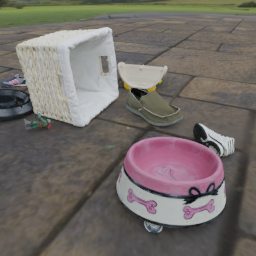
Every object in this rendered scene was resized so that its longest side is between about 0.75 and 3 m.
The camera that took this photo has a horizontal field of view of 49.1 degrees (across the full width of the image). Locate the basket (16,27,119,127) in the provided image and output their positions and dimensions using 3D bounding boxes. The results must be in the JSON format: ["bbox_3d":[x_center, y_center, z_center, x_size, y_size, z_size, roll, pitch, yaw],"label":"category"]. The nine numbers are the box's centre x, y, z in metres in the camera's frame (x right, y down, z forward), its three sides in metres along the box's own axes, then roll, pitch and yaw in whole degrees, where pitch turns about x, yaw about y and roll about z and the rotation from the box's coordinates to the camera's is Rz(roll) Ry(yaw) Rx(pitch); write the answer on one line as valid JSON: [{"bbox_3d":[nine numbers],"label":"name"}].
[{"bbox_3d":[-2.132,-2.060,10.663,2.400,2.957,2.984,9,32,25],"label":"basket"}]

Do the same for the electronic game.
[{"bbox_3d":[-4.906,-0.957,11.096,2.510,0.522,2.510,6,28,-3],"label":"electronic game"}]

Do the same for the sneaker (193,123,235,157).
[{"bbox_3d":[2.743,0.374,8.816,0.884,0.580,1.536,-2,35,-23],"label":"sneaker"}]

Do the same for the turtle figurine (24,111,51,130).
[{"bbox_3d":[-3.037,-0.214,9.626,0.967,0.724,0.487,-15,42,-23],"label":"turtle figurine"}]

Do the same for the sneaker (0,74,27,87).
[{"bbox_3d":[-5.459,-2.322,13.536,1.405,0.576,0.493,-6,30,-12],"label":"sneaker"}]

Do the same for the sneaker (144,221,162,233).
[{"bbox_3d":[0.571,1.824,6.150,0.397,0.441,1.023,3,29,5],"label":"sneaker"}]

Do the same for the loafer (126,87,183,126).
[{"bbox_3d":[0.847,-0.857,10.421,1.005,0.931,2.673,-32,40,-33],"label":"loafer"}]

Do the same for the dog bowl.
[{"bbox_3d":[1.043,1.089,6.679,2.643,0.975,2.643,3,23,-1],"label":"dog bowl"}]

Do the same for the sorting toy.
[{"bbox_3d":[0.898,-2.590,13.611,2.259,1.207,2.034,9,22,19],"label":"sorting toy"}]
